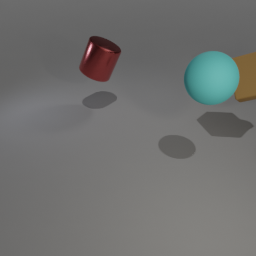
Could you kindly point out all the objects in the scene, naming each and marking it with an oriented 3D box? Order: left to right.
[{"bbox_3d":[-1.171,-2.879,11.697,1.400,1.400,1.400,20,31,-13],"label":"cylinder"},{"bbox_3d":[2.191,-1.310,7.407,1.400,1.400,1.400,0,32,0],"label":"ball"},{"bbox_3d":[4.327,-1.732,9.542,1.400,1.400,1.400,-11,-4,26],"label":"cube"}]
